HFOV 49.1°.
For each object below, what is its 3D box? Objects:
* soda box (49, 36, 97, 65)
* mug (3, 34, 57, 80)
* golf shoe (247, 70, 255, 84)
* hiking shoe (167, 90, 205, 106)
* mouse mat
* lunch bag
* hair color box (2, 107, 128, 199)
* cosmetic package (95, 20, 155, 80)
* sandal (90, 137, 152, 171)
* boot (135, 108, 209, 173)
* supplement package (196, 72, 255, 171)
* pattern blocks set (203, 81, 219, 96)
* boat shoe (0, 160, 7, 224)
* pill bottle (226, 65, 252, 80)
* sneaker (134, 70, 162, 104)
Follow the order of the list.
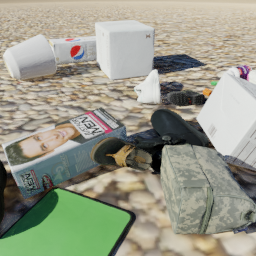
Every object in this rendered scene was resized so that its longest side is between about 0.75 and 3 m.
[{"bbox_3d":[-2.045,-3.673,13.032,2.987,0.951,1.017,-12,31,-20],"label":"soda box"},{"bbox_3d":[-3.797,-2.462,10.743,1.577,1.921,1.539,-27,71,-26],"label":"mug"},{"bbox_3d":[5.209,-1.625,8.987,1.067,1.297,2.834,-19,33,-29],"label":"golf shoe"},{"bbox_3d":[1.731,-0.948,8.702,1.205,0.456,0.606,3,19,-13],"label":"hiking shoe"},{"bbox_3d":[-1.078,1.723,4.139,1.698,0.079,2.111,13,32,22],"label":"mouse mat"},{"bbox_3d":[1.229,0.962,4.539,1.202,0.998,1.433,-3,30,-3],"label":"lunch bag"},{"bbox_3d":[-1.206,0.396,5.577,2.197,0.666,1.088,-23,34,-22],"label":"hair color box"},{"bbox_3d":[-0.178,-3.211,11.276,1.820,1.831,2.188,-10,30,-17],"label":"cosmetic package"},{"bbox_3d":[-0.037,0.523,4.933,1.302,0.532,0.355,23,1,-33],"label":"sandal"},{"bbox_3d":[0.699,0.206,6.241,1.477,0.672,1.758,-16,39,-34],"label":"boot"},{"bbox_3d":[2.401,-0.168,5.934,0.926,1.301,1.670,16,29,-17],"label":"supplement package"},{"bbox_3d":[3.460,-1.181,9.308,1.871,0.173,2.129,-2,29,-5],"label":"pattern blocks set"},{"bbox_3d":[-2.474,1.150,4.674,0.653,0.669,1.768,-16,28,-9],"label":"boat shoe"},{"bbox_3d":[4.113,-2.019,10.432,0.983,0.553,0.553,-15,32,-24],"label":"pill bottle"},{"bbox_3d":[0.631,-1.368,9.199,0.855,0.727,1.932,-8,29,9],"label":"sneaker"}]
